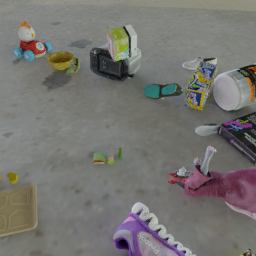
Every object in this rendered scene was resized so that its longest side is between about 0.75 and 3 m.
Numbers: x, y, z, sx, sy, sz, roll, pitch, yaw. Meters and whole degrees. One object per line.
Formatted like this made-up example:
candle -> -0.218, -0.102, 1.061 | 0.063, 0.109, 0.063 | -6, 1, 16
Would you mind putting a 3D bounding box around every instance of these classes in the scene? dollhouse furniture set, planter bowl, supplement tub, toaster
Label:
dollhouse furniture set -> -2.852, -3.299, 14.786 | 0.519, 0.401, 1.038 | 6, 40, 9
planter bowl -> -3.547, -3.494, 14.871 | 1.425, 0.594, 1.425 | 0, 39, 0
supplement tub -> 5.184, -1.836, 12.036 | 2.706, 1.658, 1.658 | -19, 43, -20
dollhouse furniture set -> -0.724, 0.941, 9.688 | 1.021, 0.394, 0.510 | -2, 39, -2
toaster -> -0.493, -3.380, 14.025 | 2.667, 1.516, 1.723 | 20, 41, 21

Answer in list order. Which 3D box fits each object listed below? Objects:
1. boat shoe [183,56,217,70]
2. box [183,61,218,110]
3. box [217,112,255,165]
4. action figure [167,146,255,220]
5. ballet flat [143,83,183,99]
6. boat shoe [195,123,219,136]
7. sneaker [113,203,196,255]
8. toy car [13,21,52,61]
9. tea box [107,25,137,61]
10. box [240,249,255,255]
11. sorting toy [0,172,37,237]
boat shoe -> 3.820, -3.489, 14.857 | 1.811, 0.595, 0.652 | 0, 40, 0
box -> 3.337, -1.975, 12.751 | 0.874, 0.953, 2.720 | 16, 42, 19
box -> 5.072, 0.191, 10.524 | 2.734, 0.493, 1.954 | -17, 43, -21
action figure -> 2.562, 1.723, 8.224 | 2.860, 1.915, 2.129 | -3, 73, 18
ballet flat -> 1.574, -1.579, 12.373 | 0.682, 0.678, 1.995 | 12, -2, -42
boat shoe -> 3.050, 0.031, 10.854 | 1.109, 0.400, 0.393 | -3, 30, -20
sneaker -> 0.709, 3.154, 6.555 | 1.310, 1.192, 2.963 | -32, 45, -24
toy car -> -5.497, -5.019, 15.712 | 1.647, 1.862, 1.716 | 21, 44, 23
tea box -> -0.259, -3.744, 12.384 | 1.148, 1.167, 0.780 | -18, 59, -9
box -> 2.715, 3.408, 6.810 | 1.088, 0.273, 0.410 | -21, 44, -23
sorting toy -> -3.508, 2.191, 8.287 | 1.644, 0.295, 2.207 | -12, 42, -9
